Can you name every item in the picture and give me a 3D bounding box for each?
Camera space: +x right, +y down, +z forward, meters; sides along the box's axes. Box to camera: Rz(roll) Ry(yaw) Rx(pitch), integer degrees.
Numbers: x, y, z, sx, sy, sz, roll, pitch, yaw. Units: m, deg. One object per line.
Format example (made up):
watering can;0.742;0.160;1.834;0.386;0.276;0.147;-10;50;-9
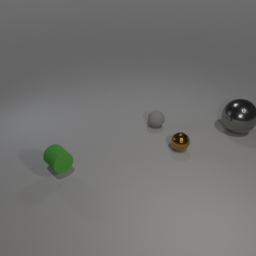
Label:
ball;1.915;0.503;10.254;0.700;0.700;0.700;0;31;0
ball;4.475;-0.468;11.227;1.400;1.400;1.400;0;31;0
cylinder;-2.196;0.963;8.825;0.700;0.700;0.700;-24;40;-35
ball;1.188;-0.388;11.741;0.700;0.700;0.700;0;31;0
